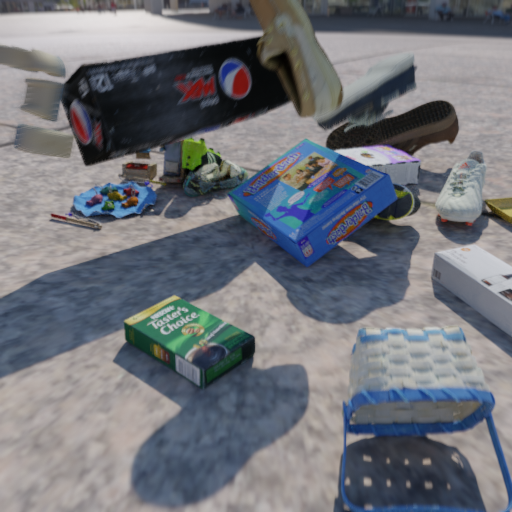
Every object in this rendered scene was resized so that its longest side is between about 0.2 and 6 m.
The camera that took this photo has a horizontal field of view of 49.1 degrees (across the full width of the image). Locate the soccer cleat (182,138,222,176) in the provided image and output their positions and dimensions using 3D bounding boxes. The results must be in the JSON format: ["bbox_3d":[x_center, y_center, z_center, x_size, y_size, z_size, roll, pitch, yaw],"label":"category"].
[{"bbox_3d":[-1.255,-2.090,12.547,0.680,0.817,2.015,15,1,11],"label":"soccer cleat"}]

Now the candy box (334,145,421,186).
[{"bbox_3d":[2.645,-2.010,12.680,1.595,0.571,1.338,-8,28,-17],"label":"candy box"}]

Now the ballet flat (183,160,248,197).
[{"bbox_3d":[-0.788,-1.757,12.124,0.650,0.650,1.751,23,36,38],"label":"ballet flat"}]

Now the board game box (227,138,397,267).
[{"bbox_3d":[0.887,-1.054,9.920,1.956,0.579,2.572,-36,37,-9],"label":"board game box"}]

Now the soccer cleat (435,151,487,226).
[{"bbox_3d":[4.060,-1.360,10.969,0.852,0.953,2.458,12,29,22],"label":"soccer cleat"}]

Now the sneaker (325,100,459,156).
[{"bbox_3d":[3.379,-2.819,13.951,3.212,1.213,1.131,-9,56,26],"label":"sneaker"}]

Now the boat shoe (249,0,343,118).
[{"bbox_3d":[0.438,-3.116,8.370,0.764,2.303,0.852,-29,-8,-12],"label":"boat shoe"}]

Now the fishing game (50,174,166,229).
[{"bbox_3d":[-2.853,-1.207,11.300,1.701,0.369,2.376,15,33,23],"label":"fishing game"}]

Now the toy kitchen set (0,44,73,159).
[{"bbox_3d":[-2.717,-1.870,6.782,0.921,1.149,0.677,19,10,25],"label":"toy kitchen set"}]

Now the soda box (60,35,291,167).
[{"bbox_3d":[-1.311,-2.926,10.278,4.153,1.470,1.315,-25,12,-35],"label":"soda box"}]

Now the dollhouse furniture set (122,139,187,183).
[{"bbox_3d":[-2.258,-2.223,12.419,1.447,1.020,1.014,4,16,5],"label":"dollhouse furniture set"}]

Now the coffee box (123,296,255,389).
[{"bbox_3d":[-0.849,1.018,6.932,1.473,0.324,0.906,22,34,37],"label":"coffee box"}]

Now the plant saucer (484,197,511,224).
[{"bbox_3d":[5.022,-0.860,10.791,0.920,0.223,0.920,-5,28,-11],"label":"plant saucer"}]

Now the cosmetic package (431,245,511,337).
[{"bbox_3d":[3.373,0.459,7.881,0.782,0.480,1.896,-9,28,-19],"label":"cosmetic package"}]

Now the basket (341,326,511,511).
[{"bbox_3d":[1.511,1.520,5.200,1.452,1.146,1.647,1,53,4],"label":"basket"}]

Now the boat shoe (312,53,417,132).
[{"bbox_3d":[2.068,-2.874,10.280,0.996,0.823,2.661,6,38,47],"label":"boat shoe"}]

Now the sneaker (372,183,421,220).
[{"bbox_3d":[2.062,-1.032,10.711,2.262,0.842,0.957,18,8,38],"label":"sneaker"}]
